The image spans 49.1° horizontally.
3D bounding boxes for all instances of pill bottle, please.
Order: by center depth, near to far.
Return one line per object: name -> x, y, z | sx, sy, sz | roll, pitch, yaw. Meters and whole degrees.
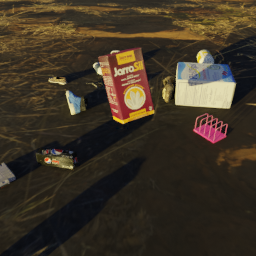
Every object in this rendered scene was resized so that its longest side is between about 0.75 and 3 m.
pill bottle -> 4.698, -4.062, 16.923 | 0.880, 0.880, 1.560 | 2, 34, 3

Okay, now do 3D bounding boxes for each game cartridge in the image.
game cartridge -> -4.410, 1.689, 8.867 | 1.412, 0.271, 0.915 | -27, 46, -34

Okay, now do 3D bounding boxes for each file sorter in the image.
file sorter -> 3.273, -0.037, 11.064 | 0.736, 0.664, 1.058 | -21, 39, -28

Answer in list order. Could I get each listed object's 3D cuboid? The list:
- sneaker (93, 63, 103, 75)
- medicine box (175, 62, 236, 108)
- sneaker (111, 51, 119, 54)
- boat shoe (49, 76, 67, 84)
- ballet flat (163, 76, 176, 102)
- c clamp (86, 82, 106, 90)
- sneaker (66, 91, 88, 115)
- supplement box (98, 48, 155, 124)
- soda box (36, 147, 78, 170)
sneaker -> -1.208, -3.436, 16.368 | 1.435, 0.578, 1.051 | -14, 48, -33
medicine box -> 3.632, -2.139, 13.626 | 2.567, 1.321, 2.338 | 5, 34, 8
sneaker -> -0.038, -3.190, 12.759 | 1.520, 0.554, 0.644 | 16, 34, -5
boat shoe -> -3.851, -2.654, 15.303 | 1.087, 0.323, 0.390 | 13, 36, 19
ballet flat -> 1.936, -1.984, 13.778 | 0.612, 0.889, 2.639 | 17, 31, 4
c clamp -> -1.603, -2.245, 14.897 | 0.843, 0.134, 0.987 | -17, 35, -32
sneaker -> -2.314, -1.258, 12.917 | 0.887, 0.612, 1.594 | -15, 40, -11
supplement box -> -0.037, -1.339, 8.792 | 1.155, 2.094, 0.897 | -20, 19, -18
soda box -> -2.435, 1.031, 9.620 | 1.341, 0.474, 0.425 | 7, 32, 9
